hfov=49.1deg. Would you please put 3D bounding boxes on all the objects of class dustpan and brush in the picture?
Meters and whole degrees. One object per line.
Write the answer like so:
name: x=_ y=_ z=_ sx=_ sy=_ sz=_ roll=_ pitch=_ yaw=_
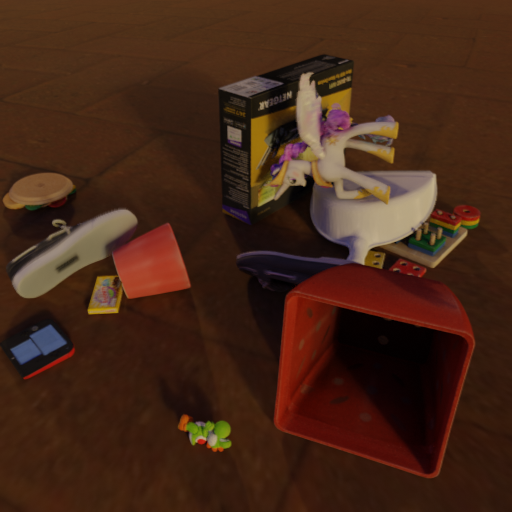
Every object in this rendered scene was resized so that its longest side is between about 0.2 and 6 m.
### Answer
dustpan and brush: x=2.141 y=-0.615 z=11.252 sx=2.709 sy=1.111 sz=3.882 roll=2 pitch=25 yaw=20

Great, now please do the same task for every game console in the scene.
game console: x=-3.461 y=1.445 z=8.884 sx=0.889 sy=0.156 sz=1.006 roll=-26 pitch=42 yaw=-33

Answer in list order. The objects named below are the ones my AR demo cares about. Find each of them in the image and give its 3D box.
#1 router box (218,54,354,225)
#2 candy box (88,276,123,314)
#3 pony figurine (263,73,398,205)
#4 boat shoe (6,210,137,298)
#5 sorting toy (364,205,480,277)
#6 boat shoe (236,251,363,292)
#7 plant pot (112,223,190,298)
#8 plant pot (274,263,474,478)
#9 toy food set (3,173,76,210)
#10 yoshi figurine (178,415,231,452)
router box: x=0.730 y=-2.686 z=12.545 sx=0.937 sy=2.822 sz=3.589 roll=26 pitch=42 yaw=33
candy box: x=-2.663 y=0.684 z=10.002 sx=0.505 sy=0.130 sz=0.988 roll=-5 pitch=33 yaw=-2
pony figurine: x=1.423 y=-2.148 z=10.766 sx=2.438 sy=2.354 sz=2.030 roll=7 pitch=8 yaw=12
boat shoe: x=-3.381 y=-0.206 z=10.278 sx=2.442 sy=0.902 sz=0.834 roll=-37 pitch=57 yaw=-11
sorting toy: x=3.237 y=-0.547 z=11.439 sx=1.580 sy=0.554 sz=3.276 roll=26 pitch=43 yaw=33
boat shoe: x=0.645 y=0.399 z=9.697 sx=2.604 sy=0.871 sz=0.742 roll=4 pitch=75 yaw=36
plant pot: x=-1.880 y=0.166 z=9.948 sx=1.109 sy=1.253 sz=1.253 roll=-20 pitch=38 yaw=-9
plant pot: x=1.640 y=1.229 z=7.621 sx=2.179 sy=2.181 sz=1.922 roll=13 pitch=28 yaw=17
toy food set: x=-4.966 y=-1.483 z=12.972 sx=1.449 sy=0.356 sz=1.464 roll=9 pitch=36 yaw=13
yoshi figurine: x=-0.637 y=2.292 z=7.458 sx=0.726 sy=0.407 sz=0.408 roll=18 pitch=32 yaw=19
